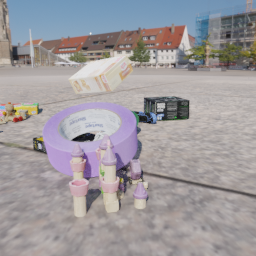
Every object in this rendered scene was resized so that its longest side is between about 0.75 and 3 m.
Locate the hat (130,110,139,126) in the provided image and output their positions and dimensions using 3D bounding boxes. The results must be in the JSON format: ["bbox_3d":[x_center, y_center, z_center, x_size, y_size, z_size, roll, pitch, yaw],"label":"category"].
[{"bbox_3d":[-0.058,0.114,10.453,1.183,1.257,1.428,5,53,19],"label":"hat"}]

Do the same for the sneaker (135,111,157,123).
[{"bbox_3d":[0.644,-0.421,12.035,0.546,0.492,1.403,-17,16,-29],"label":"sneaker"}]

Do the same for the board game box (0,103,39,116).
[{"bbox_3d":[-5.585,-0.962,14.315,1.894,0.382,1.449,-4,14,-15],"label":"board game box"}]

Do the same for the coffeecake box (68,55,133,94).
[{"bbox_3d":[-1.024,-1.999,10.581,1.931,0.705,1.482,1,38,39],"label":"coffeecake box"}]

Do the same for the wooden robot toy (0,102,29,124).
[{"bbox_3d":[-5.070,-0.735,12.408,0.824,0.848,1.870,6,15,24],"label":"wooden robot toy"}]

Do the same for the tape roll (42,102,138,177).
[{"bbox_3d":[-0.936,0.199,7.220,2.351,0.771,2.351,-3,32,2],"label":"tape roll"}]

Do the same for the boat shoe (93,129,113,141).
[{"bbox_3d":[-0.609,0.420,7.802,0.817,0.778,2.270,10,17,35],"label":"boat shoe"}]

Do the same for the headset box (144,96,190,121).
[{"bbox_3d":[1.758,-0.980,13.305,1.668,0.888,1.915,-4,14,-14],"label":"headset box"}]

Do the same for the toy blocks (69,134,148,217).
[{"bbox_3d":[-0.341,0.714,5.445,1.577,1.328,1.474,-3,13,-11],"label":"toy blocks"}]

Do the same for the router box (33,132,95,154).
[{"bbox_3d":[-1.927,0.425,8.579,1.182,0.393,1.504,10,17,36],"label":"router box"}]
